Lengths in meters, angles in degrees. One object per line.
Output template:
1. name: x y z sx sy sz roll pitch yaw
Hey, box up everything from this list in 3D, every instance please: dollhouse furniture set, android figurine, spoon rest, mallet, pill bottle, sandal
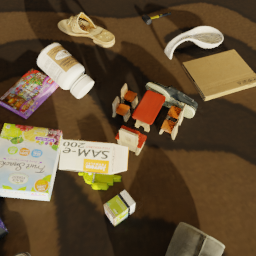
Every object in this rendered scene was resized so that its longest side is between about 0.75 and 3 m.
1. dollhouse furniture set: 0.545 -0.379 9.778 2.446 1.260 2.419 21 59 14
2. android figurine: -0.892 1.405 9.191 1.426 0.293 1.298 6 57 2
3. spoon rest: 2.958 -3.877 12.369 2.752 0.834 1.367 -23 59 -13
4. mallet: 1.475 -5.419 13.739 1.541 0.317 0.508 -15 57 -14
5. pill bottle: -2.354 -2.158 10.766 2.064 1.180 1.180 44 65 2
6. sandal: -1.950 -4.774 12.836 3.109 1.023 1.140 28 61 17

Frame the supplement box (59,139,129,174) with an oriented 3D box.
1. supplement box: -0.538 0.511 5.031 0.876 1.389 0.511 4 85 10

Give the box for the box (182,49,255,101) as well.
1. box: 3.826 -2.268 11.628 2.536 0.270 2.073 -17 58 -10

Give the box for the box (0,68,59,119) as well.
1. box: -3.869 -1.396 10.974 1.343 0.384 1.963 26 60 16

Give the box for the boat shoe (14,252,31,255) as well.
1. boat shoe: -3.445 4.155 7.138 0.760 0.648 2.273 35 63 21

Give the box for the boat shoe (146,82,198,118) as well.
1. boat shoe: 1.706 -1.223 10.628 2.128 0.795 0.706 32 61 18

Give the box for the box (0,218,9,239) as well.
1. box: -4.408 2.238 7.937 0.804 1.439 2.039 -33 63 -23

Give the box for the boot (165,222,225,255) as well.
1. boot: 1.767 4.159 7.077 2.495 0.996 2.744 33 55 17

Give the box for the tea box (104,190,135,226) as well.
1. tea box: -0.246 2.361 8.242 0.779 0.792 0.529 -32 62 -19

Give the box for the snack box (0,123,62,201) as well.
1. snack box: -3.251 1.062 8.994 1.916 0.769 2.272 7 57 -6
